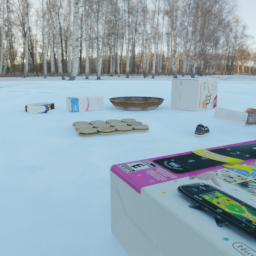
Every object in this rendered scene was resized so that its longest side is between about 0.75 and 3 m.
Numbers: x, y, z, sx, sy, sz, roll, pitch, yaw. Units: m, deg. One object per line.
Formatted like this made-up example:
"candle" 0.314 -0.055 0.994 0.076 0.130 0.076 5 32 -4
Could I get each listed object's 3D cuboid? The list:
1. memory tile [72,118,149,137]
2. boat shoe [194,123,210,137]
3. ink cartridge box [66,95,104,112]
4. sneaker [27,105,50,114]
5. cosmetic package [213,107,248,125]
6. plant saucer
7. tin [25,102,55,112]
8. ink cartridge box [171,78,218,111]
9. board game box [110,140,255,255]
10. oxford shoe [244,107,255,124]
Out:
"memory tile" -0.528 -0.035 8.185 2.052 0.172 1.573 -4 12 -20
"boat shoe" 2.031 0.014 7.620 0.342 0.295 0.941 6 13 27
"ink cartridge box" -1.856 -1.067 12.079 1.433 0.607 1.036 -6 13 -22
"sneaker" -3.602 -0.759 11.418 0.846 0.341 0.619 -2 1 14
"cosmetic package" 2.976 -0.354 8.186 0.894 0.331 0.455 15 -3 15
"plant saucer" 0.387 -1.120 12.729 2.520 0.461 2.520 0 11 0
"tin" -3.834 -0.922 12.227 0.851 0.318 1.519 0 11 20
"ink cartridge box" 2.948 -1.519 12.402 1.346 1.352 1.861 11 16 42
"board game box" 1.413 0.777 2.614 2.657 0.854 1.960 -5 13 -26
"oxford shoe" 4.156 -0.365 8.957 1.494 0.533 0.545 -10 20 -40
